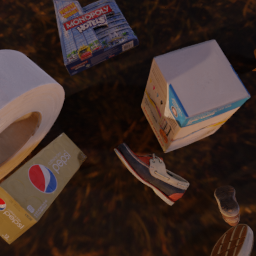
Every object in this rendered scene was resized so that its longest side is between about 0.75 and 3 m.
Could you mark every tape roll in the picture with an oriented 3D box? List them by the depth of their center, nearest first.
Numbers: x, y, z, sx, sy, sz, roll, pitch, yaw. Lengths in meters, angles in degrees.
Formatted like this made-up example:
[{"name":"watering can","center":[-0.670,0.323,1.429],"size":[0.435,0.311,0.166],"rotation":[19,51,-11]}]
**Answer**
[{"name":"tape roll","center":[-2.591,-0.031,5.423],"size":[1.026,2.933,2.933],"rotation":[39,74,4]}]

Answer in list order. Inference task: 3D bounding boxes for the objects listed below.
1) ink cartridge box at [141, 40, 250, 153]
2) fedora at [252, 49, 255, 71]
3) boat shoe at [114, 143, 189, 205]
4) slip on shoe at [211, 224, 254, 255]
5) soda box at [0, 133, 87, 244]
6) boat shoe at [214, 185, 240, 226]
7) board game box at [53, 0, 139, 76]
[{"name":"ink cartridge box","center":[1.297,-0.592,6.153],"size":[1.427,1.972,1.452],"rotation":[-20,70,-13]},{"name":"fedora","center":[3.570,-1.933,7.099],"size":[1.212,1.212,0.494],"rotation":[-34,87,-12]},{"name":"boat shoe","center":[0.523,0.881,5.822],"size":[0.628,0.715,2.008],"rotation":[-45,118,5]},{"name":"slip on shoe","center":[2.010,2.872,5.414],"size":[0.632,0.793,2.086],"rotation":[44,53,-8]},{"name":"soda box","center":[-1.652,0.964,5.336],"size":[0.767,2.398,0.812],"rotation":[-41,97,21]},{"name":"boat shoe","center":[2.101,1.618,5.926],"size":[0.451,1.191,0.428],"rotation":[-12,104,18]},{"name":"board game box","center":[-1.078,-2.762,7.581],"size":[2.063,0.636,2.061],"rotation":[-27,73,-5]}]
